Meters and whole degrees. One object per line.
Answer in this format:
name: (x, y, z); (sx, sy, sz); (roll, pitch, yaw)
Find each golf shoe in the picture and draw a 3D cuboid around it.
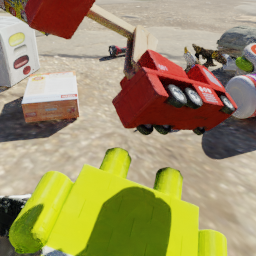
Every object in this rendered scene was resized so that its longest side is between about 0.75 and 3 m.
golf shoe: (-1.384, 1.319, 4.553); (1.843, 0.716, 0.871); (4, 15, 2)

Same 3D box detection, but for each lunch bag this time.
lunch bag: (4.412, -3.214, 10.701); (1.373, 1.140, 1.636); (-23, 38, -36)

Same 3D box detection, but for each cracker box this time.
cracker box: (-2.200, -0.982, 8.194); (1.434, 0.618, 2.141); (-6, 31, -9)

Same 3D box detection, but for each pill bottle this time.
pill bottle: (3.754, -0.950, 7.644); (2.015, 1.133, 1.133); (-10, 33, -16)

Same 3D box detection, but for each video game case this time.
video game case: (-2.708, -3.275, 6.522); (2.048, 2.267, 0.289); (30, 74, -11)

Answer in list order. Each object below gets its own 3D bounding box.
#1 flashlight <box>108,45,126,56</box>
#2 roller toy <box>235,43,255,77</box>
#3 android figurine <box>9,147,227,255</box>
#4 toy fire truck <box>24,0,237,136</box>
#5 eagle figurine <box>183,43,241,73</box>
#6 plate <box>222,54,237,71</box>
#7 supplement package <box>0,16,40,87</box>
flashlight: (-0.180, -3.540, 12.523); (1.395, 0.472, 0.474); (-17, 17, -27)
roller toy: (4.420, -1.875, 9.067); (1.770, 1.237, 1.615); (25, 45, 21)
android figurine: (-0.057, 1.518, 3.474); (2.703, 0.610, 2.969); (22, 40, 0)
toy fire truck: (0.216, -0.865, 3.720); (2.705, 0.659, 1.907); (1, 55, -45)
eagle figurine: (1.951, -1.613, 8.697); (2.510, 1.894, 1.904); (-56, 12, -20)
plate: (4.935, -2.786, 11.408); (2.112, 0.341, 2.108); (7, 32, 11)
supplement package: (-4.317, -2.718, 9.785); (1.461, 1.900, 1.987); (8, 32, 12)
